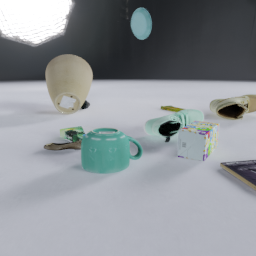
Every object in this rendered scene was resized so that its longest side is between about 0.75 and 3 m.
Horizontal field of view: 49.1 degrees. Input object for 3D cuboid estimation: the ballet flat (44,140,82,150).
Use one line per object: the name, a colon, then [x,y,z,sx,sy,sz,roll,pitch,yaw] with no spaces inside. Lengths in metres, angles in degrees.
ballet flat: [-1.923,0.505,8.502,1.249,0.289,0.421,-1,13,-3]

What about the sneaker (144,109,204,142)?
sneaker: [1.867,-0.098,9.808,2.349,0.864,1.385,-14,10,-15]

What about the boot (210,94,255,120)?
boot: [5.520,-1.005,13.596,2.762,0.995,2.136,-4,11,9]

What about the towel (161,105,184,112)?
towel: [2.815,-1.045,15.576,0.915,0.192,2.126,-9,16,-31]

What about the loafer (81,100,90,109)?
loafer: [-2.506,-1.429,16.459,0.584,0.588,1.617,-1,13,-23]

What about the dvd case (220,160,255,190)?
dvd case: [3.085,1.075,6.344,1.249,0.134,1.679,-3,13,-12]

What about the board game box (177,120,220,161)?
board game box: [2.079,0.323,8.154,0.778,0.792,1.510,8,16,29]

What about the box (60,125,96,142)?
box: [-1.444,0.234,9.673,1.204,0.303,1.668,-10,15,-39]

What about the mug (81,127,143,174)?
mug: [-0.485,0.481,7.172,1.221,0.919,1.486,10,16,38]

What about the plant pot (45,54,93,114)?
plant pot: [-3.195,-2.101,14.982,2.656,2.656,2.836,-2,40,-7]

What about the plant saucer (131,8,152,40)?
plant saucer: [0.453,-3.875,10.445,1.116,1.116,0.201,-12,19,-43]
